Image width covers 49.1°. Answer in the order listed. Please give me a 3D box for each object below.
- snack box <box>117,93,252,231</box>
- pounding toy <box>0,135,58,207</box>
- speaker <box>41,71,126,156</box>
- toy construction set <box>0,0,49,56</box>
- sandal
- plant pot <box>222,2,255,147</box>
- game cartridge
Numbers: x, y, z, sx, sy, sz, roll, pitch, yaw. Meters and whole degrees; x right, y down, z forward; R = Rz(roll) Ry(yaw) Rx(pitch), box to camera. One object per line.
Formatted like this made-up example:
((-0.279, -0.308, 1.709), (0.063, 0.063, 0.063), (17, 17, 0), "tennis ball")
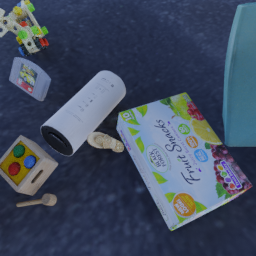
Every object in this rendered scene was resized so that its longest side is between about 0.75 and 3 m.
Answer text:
((1.153, 0.602, 6.372), (1.926, 0.718, 2.709), (-19, 62, -20), "snack box")
((-2.159, 1.109, 6.020), (1.464, 0.670, 1.286), (35, 82, 25), "pounding toy")
((-1.072, -0.446, 7.209), (0.998, 0.998, 2.458), (23, 52, 18), "speaker")
((-3.442, -3.253, 9.007), (1.278, 1.819, 2.775), (-21, 19, 14), "toy construction set")
((-0.376, 0.271, 5.734), (0.923, 0.303, 0.338), (22, 62, -39), "sandal")
((3.204, -1.318, 6.263), (2.035, 2.880, 2.034), (-1, 24, 17), "plant pot")
((-2.831, -1.451, 8.050), (1.285, 0.855, 0.263), (33, 24, 12), "game cartridge")
